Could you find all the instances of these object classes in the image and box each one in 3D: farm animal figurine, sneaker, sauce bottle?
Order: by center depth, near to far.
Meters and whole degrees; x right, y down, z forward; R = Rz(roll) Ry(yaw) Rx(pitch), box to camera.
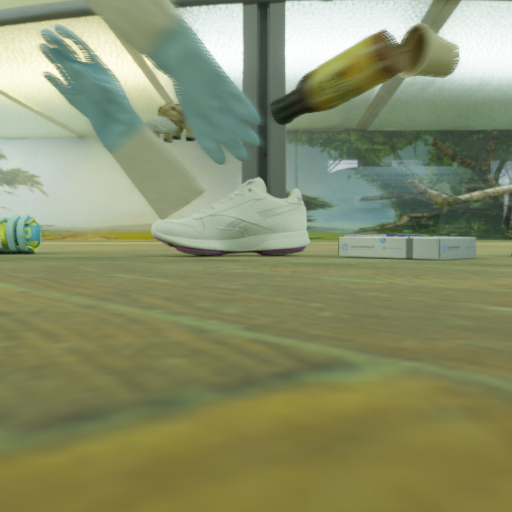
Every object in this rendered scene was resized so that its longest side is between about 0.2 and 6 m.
[{"bbox_3d":[1.164,-2.632,8.621,0.728,0.728,2.205,-2,-13,-45],"label":"sauce bottle"},{"bbox_3d":[-0.509,-0.765,11.228,3.142,1.565,1.176,-1,1,-11],"label":"sneaker"},{"bbox_3d":[-1.220,-2.933,11.695,1.864,0.983,1.884,-2,17,7],"label":"farm animal figurine"},{"bbox_3d":[-5.613,-0.501,11.891,1.645,1.002,2.520,-1,3,17],"label":"sneaker"}]

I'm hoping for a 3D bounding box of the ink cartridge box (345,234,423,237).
[{"bbox_3d":[3.009,-0.298,13.440,0.978,0.460,2.080,1,2,-16],"label":"ink cartridge box"}]

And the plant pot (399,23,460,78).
[{"bbox_3d":[3.459,-3.958,11.104,0.937,1.024,1.024,6,0,-24],"label":"plant pot"}]

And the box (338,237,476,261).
[{"bbox_3d":[2.796,-0.156,10.404,2.010,0.414,1.567,1,2,43],"label":"box"}]

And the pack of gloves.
[{"bbox_3d":[-1.705,-2.721,9.113,3.114,3.707,0.731,-26,18,43],"label":"pack of gloves"}]
